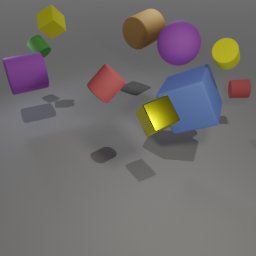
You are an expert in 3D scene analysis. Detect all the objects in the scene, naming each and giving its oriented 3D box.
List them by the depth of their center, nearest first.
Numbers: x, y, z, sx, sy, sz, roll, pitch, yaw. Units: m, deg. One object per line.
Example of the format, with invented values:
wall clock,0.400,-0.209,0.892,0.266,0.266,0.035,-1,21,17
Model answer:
cube,0.698,-0.279,6.767,0.700,0.700,0.700,-24,-5,-17
cylinder,-0.531,-1.097,6.919,0.700,0.700,0.700,41,12,-11
cylinder,2.768,-2.076,7.894,0.700,0.700,0.700,16,2,25
cube,1.896,-0.862,8.445,1.400,1.400,1.400,-14,25,31
ball,1.653,-2.744,9.105,1.400,1.400,1.400,0,30,0
cube,-2.721,-3.762,9.963,0.700,0.700,0.700,-21,67,21
cylinder,4.253,-1.498,10.715,0.700,0.700,0.700,0,30,9
cylinder,-3.955,-2.122,10.908,1.400,1.400,1.400,-17,34,-21
cylinder,-3.692,-3.366,11.642,0.700,0.700,0.700,50,44,3
cylinder,0.714,-4.378,12.399,1.400,1.400,1.400,23,45,34
